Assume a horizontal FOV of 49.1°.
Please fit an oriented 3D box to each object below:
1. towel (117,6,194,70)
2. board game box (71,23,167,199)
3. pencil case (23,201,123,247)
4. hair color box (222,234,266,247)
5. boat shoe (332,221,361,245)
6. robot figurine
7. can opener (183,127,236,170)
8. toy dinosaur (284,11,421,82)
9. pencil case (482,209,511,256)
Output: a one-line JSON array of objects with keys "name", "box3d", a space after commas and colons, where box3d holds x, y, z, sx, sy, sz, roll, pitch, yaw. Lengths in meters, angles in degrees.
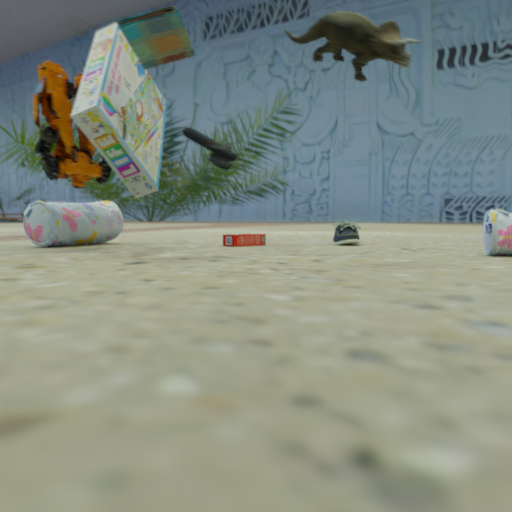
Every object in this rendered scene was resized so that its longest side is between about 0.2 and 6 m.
[{"name": "towel", "box3d": [-1.820, -4.026, 10.464, 1.097, 0.162, 1.496, -14, -14, 4]}, {"name": "board game box", "box3d": [-2.698, -3.063, 11.630, 0.553, 3.231, 2.172, -18, -45, 15]}, {"name": "pencil case", "box3d": [-4.355, -0.831, 13.557, 1.030, 1.124, 2.478, -32, -8, 26]}, {"name": "hair color box", "box3d": [-0.281, -0.380, 13.395, 0.963, 0.295, 0.489, -3, 4, -41]}, {"name": "boat shoe", "box3d": [2.282, -0.582, 14.113, 0.708, 0.585, 1.891, 1, 4, 10]}, {"name": "robot figurine", "box3d": [-4.143, -2.852, 12.636, 0.792, 2.721, 1.972, -2, 0, 40]}, {"name": "can opener", "box3d": [-0.846, -2.015, 10.231, 1.091, 0.429, 0.346, 33, -20, -20]}, {"name": "toy dinosaur", "box3d": [1.558, -3.587, 9.211, 2.109, 1.079, 0.812, 25, 52, 5]}, {"name": "pencil case", "box3d": [5.060, -0.406, 10.087, 1.866, 0.847, 0.776, 2, -20, 12]}]
